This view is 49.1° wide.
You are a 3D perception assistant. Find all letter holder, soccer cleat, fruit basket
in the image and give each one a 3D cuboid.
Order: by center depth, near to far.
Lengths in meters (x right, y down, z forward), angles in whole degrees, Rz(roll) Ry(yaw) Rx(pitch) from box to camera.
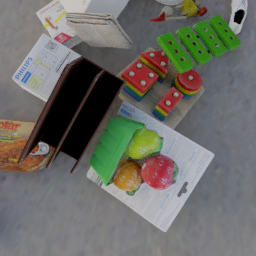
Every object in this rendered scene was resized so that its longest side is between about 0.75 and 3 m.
[{"bbox_3d":[-1.322,-0.176,6.785,1.341,1.896,2.667,30,107,-7],"label":"letter holder"},{"bbox_3d":[0.465,0.995,7.525,2.750,1.289,2.547,30,107,12],"label":"fruit basket"},{"bbox_3d":[3.568,-3.771,8.954,0.546,0.678,1.592,15,81,2],"label":"soccer cleat"}]

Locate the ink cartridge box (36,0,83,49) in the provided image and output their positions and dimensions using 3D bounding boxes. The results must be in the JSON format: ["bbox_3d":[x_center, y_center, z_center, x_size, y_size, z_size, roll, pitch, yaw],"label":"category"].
[{"bbox_3d":[-2.076,-3.274,8.878,1.016,0.584,1.400,-35,81,-2],"label":"ink cartridge box"}]

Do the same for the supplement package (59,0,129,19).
[{"bbox_3d":[-1.295,-4.608,8.325,1.597,1.617,2.666,-24,77,-45],"label":"supplement package"}]

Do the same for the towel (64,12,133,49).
[{"bbox_3d":[-0.753,-2.634,7.794,1.390,2.098,0.362,10,90,17],"label":"towel"}]

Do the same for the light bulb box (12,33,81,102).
[{"bbox_3d":[-2.144,-1.555,8.292,1.648,1.028,1.633,31,81,-1],"label":"light bulb box"}]

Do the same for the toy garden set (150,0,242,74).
[{"bbox_3d":[1.830,-2.902,8.498,2.686,0.536,2.239,-27,79,-28],"label":"toy garden set"}]

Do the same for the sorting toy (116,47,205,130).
[{"bbox_3d":[0.967,-1.309,8.046,2.210,0.769,2.196,39,58,6],"label":"sorting toy"}]

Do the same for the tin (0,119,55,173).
[{"bbox_3d":[-3.517,0.498,8.285,2.682,0.561,1.501,6,84,1],"label":"tin"}]

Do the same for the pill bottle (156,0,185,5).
[{"bbox_3d":[1.525,-5.297,8.910,1.312,1.312,2.337,15,80,3],"label":"pill bottle"}]
